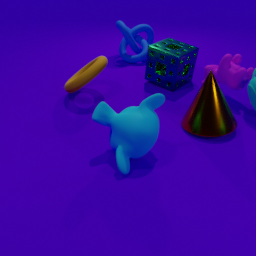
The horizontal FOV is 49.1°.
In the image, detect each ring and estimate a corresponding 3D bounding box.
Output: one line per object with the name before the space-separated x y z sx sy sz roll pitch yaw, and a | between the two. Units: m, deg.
ring | -1.225 -1.564 8.157 1.522 0.304 1.522 -33 21 15

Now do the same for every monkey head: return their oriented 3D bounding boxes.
monkey head | -0.016 -0.029 5.829 1.093 1.305 1.815 15 75 55

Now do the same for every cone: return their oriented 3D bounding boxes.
cone | 1.965 -0.721 6.729 1.368 1.373 1.368 -5 29 3

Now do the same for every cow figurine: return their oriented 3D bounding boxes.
cow figurine | 2.865 -1.501 8.254 0.773 1.386 1.409 -7 52 -28

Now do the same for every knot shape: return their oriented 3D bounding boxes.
knot shape | 0.371 -3.434 11.014 1.715 1.833 0.847 -19 -4 -37

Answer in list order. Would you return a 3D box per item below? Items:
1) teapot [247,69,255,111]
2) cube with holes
teapot | 3.633 -0.836 7.230 0.809 1.651 1.027 -19 -1 11
cube with holes | 1.379 -2.054 8.976 1.145 1.145 1.145 30 44 30
